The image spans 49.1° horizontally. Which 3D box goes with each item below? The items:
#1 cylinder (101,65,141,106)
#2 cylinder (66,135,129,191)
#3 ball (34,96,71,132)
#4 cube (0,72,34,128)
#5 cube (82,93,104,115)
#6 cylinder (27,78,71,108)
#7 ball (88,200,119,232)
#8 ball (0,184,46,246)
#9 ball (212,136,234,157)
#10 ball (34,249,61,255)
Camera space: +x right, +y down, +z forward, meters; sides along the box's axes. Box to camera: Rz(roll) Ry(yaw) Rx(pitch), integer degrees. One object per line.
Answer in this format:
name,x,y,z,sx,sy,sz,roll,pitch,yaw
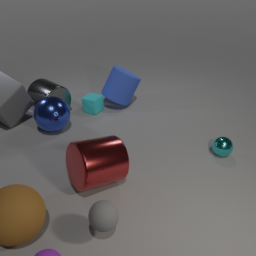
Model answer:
cylinder,-0.323,-1.949,12.918,1.400,1.400,1.400,25,16,-8
cylinder,-0.906,0.996,8.173,1.400,1.400,1.400,-9,30,-34
ball,-2.967,-0.540,10.983,1.400,1.400,1.400,0,31,0
cube,-4.945,-1.145,11.213,1.400,1.400,1.400,29,66,17
cube,-1.579,-1.099,12.612,0.700,0.700,0.700,13,33,24
cylinder,-3.463,-1.329,12.305,1.400,1.400,1.400,25,39,35
ball,-0.546,1.985,6.342,0.700,0.700,0.700,0,31,0
ball,-2.669,2.038,6.616,1.400,1.400,1.400,0,31,0
ball,3.275,0.640,9.683,0.700,0.700,0.700,0,31,0
ball,-1.686,2.885,5.811,0.700,0.700,0.700,0,31,0
